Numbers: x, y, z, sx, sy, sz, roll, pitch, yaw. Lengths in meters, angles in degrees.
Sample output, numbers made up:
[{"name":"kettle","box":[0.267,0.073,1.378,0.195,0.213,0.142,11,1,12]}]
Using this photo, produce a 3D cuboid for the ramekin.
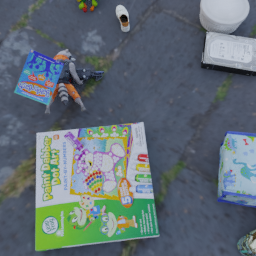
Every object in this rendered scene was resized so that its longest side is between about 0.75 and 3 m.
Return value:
[{"name":"ramekin","box":[3.123,-3.827,9.310,1.583,0.737,1.583,0,69,0]}]

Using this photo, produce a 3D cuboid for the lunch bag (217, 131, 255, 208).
[{"name":"lunch bag","box":[3.361,1.116,7.062,2.001,1.275,1.701,5,68,12]}]

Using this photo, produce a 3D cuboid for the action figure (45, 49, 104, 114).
[{"name":"action figure","box":[-1.663,-1.433,8.246,1.970,1.030,1.905,-9,77,-4]}]

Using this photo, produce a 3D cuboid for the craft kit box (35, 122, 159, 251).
[{"name":"craft kit box","box":[-0.855,1.427,7.281,2.941,0.722,2.978,-7,68,0]}]

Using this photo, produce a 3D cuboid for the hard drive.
[{"name":"hard drive","box":[3.320,-2.371,8.951,1.817,0.344,1.269,11,69,4]}]

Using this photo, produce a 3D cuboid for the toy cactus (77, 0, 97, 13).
[{"name":"toy cactus","box":[-1.423,-4.698,9.719,1.109,0.687,1.344,32,89,21]}]

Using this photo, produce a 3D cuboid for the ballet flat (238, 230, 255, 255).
[{"name":"ballet flat","box":[3.466,2.602,6.847,1.667,0.619,0.619,-32,72,-12]}]

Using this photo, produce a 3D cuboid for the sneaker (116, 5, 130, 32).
[{"name":"sneaker","box":[-0.153,-3.822,9.462,0.402,0.467,1.104,-15,68,-4]}]

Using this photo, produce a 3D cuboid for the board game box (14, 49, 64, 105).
[{"name":"board game box","box":[-2.029,-1.144,6.413,0.796,0.235,1.047,20,89,-23]}]
